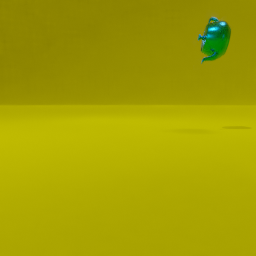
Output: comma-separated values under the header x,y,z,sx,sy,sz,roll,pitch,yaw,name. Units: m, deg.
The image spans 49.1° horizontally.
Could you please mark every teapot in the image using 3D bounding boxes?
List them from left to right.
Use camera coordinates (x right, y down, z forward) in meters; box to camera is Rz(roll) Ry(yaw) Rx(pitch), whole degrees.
x,y,z,sx,sy,sz,roll,pitch,yaw,name
2.021,-2.081,6.703,0.699,1.427,0.887,10,-22,4,teapot
